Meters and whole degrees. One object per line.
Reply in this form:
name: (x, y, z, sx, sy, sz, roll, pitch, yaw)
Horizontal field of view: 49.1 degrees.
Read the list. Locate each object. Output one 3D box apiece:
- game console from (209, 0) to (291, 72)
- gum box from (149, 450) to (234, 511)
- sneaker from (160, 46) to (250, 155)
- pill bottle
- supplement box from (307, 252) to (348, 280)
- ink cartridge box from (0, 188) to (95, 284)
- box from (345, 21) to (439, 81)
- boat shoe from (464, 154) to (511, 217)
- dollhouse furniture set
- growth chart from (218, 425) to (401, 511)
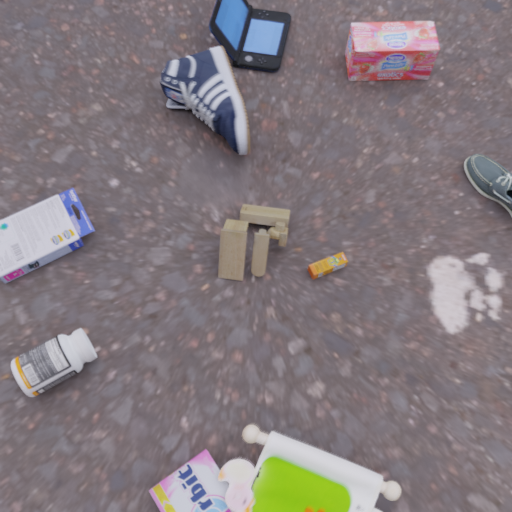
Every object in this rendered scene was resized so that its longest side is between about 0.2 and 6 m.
game console: (-0.081, -4.784, 11.490, 1.426, 0.988, 1.671, 9, 65, 5)
gum box: (-0.608, 3.637, 7.612, 0.936, 0.545, 1.649, -32, 69, -16)
sneaker: (-0.994, -2.836, 10.586, 1.391, 0.899, 2.564, -13, 62, -7)
pill bottle: (-3.071, 1.608, 8.561, 1.126, 0.655, 0.655, -28, 67, -14)
supplement box: (1.215, 0.164, 9.505, 0.658, 0.226, 0.219, -21, 68, -13)
ink cartridge box: (-3.747, -0.370, 9.689, 1.744, 0.366, 1.041, -29, 68, -10)
box: (2.695, -4.101, 11.230, 1.667, 0.855, 0.789, -1, 64, -1)
boat shoe: (4.549, -1.212, 9.957, 0.709, 0.602, 1.947, -32, 68, -14)
dollhouse furniture set: (-0.017, -0.222, 9.703, 1.069, 0.916, 1.124, 8, 30, 3)
growth chart: (0.488, 4.116, 6.969, 2.574, 0.315, 3.557, 12, 64, 3)
